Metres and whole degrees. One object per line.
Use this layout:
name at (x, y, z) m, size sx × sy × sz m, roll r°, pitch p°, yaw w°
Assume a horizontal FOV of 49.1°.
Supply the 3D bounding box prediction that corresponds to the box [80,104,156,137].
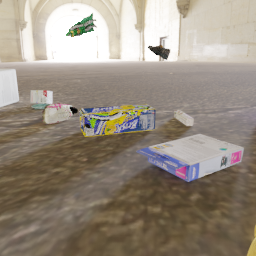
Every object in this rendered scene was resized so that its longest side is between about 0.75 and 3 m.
box at (-0.315, -0.258, 8.506) m, size 2.200 × 0.707 × 0.771 m, roll -5°, pitch 18°, yaw -17°

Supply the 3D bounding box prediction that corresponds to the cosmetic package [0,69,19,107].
cosmetic package at (-5.928, -1.720, 12.013) m, size 1.507 × 1.506 × 1.827 m, roll 4°, pitch 16°, yaw 14°

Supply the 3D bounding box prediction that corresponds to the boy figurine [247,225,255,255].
boy figurine at (1.804, 1.437, 2.669) m, size 1.504 × 0.779 × 2.419 m, roll -9°, pitch 15°, yaw 2°

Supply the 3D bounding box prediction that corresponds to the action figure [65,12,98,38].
action figure at (-1.207, -2.526, 7.156) m, size 0.927 × 0.548 × 0.254 m, roll -34°, pitch 56°, yaw -23°

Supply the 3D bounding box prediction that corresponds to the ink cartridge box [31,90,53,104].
ink cartridge box at (-3.796, -1.353, 12.300) m, size 0.779 × 0.566 × 0.564 m, roll 3°, pitch 3°, yaw 10°

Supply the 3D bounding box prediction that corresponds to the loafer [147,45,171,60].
loafer at (1.134, -2.817, 10.124) m, size 1.085 × 0.392 × 0.395 m, roll 40°, pitch 14°, yaw 37°

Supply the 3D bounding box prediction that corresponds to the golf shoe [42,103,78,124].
golf shoe at (-2.334, -0.540, 9.632) m, size 0.777 × 0.612 × 1.687 m, roll 4°, pitch 17°, yaw 14°

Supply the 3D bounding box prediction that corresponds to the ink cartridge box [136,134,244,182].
ink cartridge box at (1.354, 0.609, 6.087) m, size 2.088 × 0.438 × 1.246 m, roll -8°, pitch 18°, yaw -35°

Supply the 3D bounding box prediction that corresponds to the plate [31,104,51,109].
plate at (-3.627, -0.894, 11.733) m, size 0.803 × 0.103 × 0.803 m, roll 1°, pitch 16°, yaw 0°

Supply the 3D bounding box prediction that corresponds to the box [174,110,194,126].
box at (1.905, -0.356, 9.650) m, size 0.242 × 0.259 × 1.252 m, roll -3°, pitch 16°, yaw -10°
